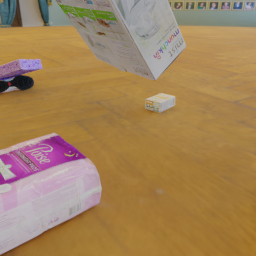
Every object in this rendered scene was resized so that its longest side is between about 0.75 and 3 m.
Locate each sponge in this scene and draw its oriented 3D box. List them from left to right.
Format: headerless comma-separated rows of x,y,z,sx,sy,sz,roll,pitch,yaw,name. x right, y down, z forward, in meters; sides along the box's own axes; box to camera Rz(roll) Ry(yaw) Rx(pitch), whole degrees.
-4.790,-2.045,10.555,2.746,0.409,1.532,-12,12,14,sponge

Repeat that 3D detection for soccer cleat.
-4.499,-1.676,10.727,1.758,0.600,0.643,-22,22,-40,soccer cleat

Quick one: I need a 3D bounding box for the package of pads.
-1.829,1.001,4.177,2.547,0.964,1.535,-19,33,-36,package of pads

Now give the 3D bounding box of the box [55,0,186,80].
-0.283,-2.542,6.534,1.253,2.287,2.592,-49,43,-10,box

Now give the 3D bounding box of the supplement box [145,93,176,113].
1.056,-0.823,9.034,0.583,0.340,0.926,20,31,37,supplement box
